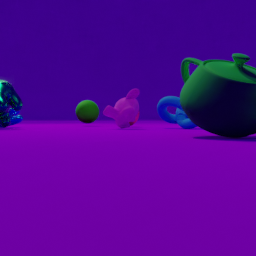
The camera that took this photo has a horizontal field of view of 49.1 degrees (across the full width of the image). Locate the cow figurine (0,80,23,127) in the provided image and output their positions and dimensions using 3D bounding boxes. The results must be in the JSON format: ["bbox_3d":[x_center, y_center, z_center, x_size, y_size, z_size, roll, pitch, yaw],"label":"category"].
[{"bbox_3d":[-3.513,-0.788,7.118,1.657,1.630,0.909,-39,-17,31],"label":"cow figurine"}]

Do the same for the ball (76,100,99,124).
[{"bbox_3d":[-1.534,-0.610,10.615,0.885,0.885,0.885,0,2,0],"label":"ball"}]

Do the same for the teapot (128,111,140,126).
[{"bbox_3d":[-0.022,-0.484,9.064,0.653,0.829,1.334,9,-5,30],"label":"teapot"}]

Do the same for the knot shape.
[{"bbox_3d":[1.540,-0.434,7.387,1.570,0.775,1.678,5,8,19],"label":"knot shape"}]

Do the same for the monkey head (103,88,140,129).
[{"bbox_3d":[-0.169,-0.454,6.865,0.858,0.719,1.193,21,-46,-20],"label":"monkey head"}]

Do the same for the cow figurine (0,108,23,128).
[{"bbox_3d":[-3.927,-0.397,8.242,1.417,0.790,1.440,-24,36,-16],"label":"cow figurine"}]

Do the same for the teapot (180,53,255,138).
[{"bbox_3d":[1.312,-0.438,3.481,1.165,0.917,1.874,-12,36,-33],"label":"teapot"}]
